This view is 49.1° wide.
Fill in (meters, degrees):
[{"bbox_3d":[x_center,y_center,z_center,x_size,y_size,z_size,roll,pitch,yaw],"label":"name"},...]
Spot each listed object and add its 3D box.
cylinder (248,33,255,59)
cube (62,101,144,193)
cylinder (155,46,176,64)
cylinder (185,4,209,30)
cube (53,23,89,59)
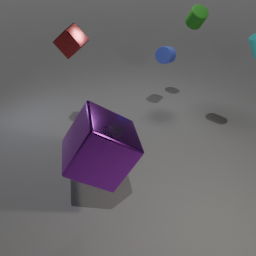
[{"bbox_3d":[4.293,-2.659,8.922,0.700,0.700,0.700,-24,23,11],"label":"cylinder"},{"bbox_3d":[-0.673,0.451,6.821,1.400,1.400,1.400,24,25,-26],"label":"cube"},{"bbox_3d":[1.593,-3.067,11.777,0.700,0.700,0.700,16,20,24],"label":"cylinder"},{"bbox_3d":[2.762,-4.453,11.260,0.700,0.700,0.700,5,69,-13],"label":"cylinder"},{"bbox_3d":[-1.822,-2.793,8.977,0.700,0.700,0.700,-28,25,34],"label":"cube"}]
